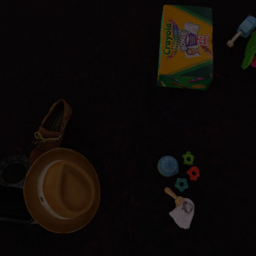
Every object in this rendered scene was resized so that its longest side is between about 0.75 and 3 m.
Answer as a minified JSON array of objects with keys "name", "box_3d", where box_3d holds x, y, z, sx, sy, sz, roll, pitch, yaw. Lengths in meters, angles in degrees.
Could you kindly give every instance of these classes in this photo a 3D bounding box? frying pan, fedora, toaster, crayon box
[{"name":"frying pan","box_3d":[-2.686,0.811,6.771,0.818,0.220,1.353,5,50,-2]},{"name":"fedora","box_3d":[-1.379,1.418,6.551,2.031,0.828,2.031,10,70,-31]},{"name":"toaster","box_3d":[-2.588,1.668,6.868,1.344,0.798,1.215,7,70,2]},{"name":"crayon box","box_3d":[1.699,-2.425,8.371,1.485,0.728,2.499,5,70,2]}]

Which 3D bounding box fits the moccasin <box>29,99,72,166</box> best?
[{"name":"moccasin","box_3d":[-2.058,0.176,7.416,0.733,0.773,2.004,23,72,8]}]

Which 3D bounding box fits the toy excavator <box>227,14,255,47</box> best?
[{"name":"toy excavator","box_3d":[3.540,-2.994,8.685,0.935,0.909,0.467,-30,71,-40]}]

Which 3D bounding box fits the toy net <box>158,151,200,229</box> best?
[{"name":"toy net","box_3d":[1.383,1.574,7.164,0.980,0.361,1.868,-7,72,-5]}]

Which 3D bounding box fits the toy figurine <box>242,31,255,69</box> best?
[{"name":"toy figurine","box_3d":[4.280,-2.174,8.290,1.304,1.064,1.417,22,93,-2]}]
